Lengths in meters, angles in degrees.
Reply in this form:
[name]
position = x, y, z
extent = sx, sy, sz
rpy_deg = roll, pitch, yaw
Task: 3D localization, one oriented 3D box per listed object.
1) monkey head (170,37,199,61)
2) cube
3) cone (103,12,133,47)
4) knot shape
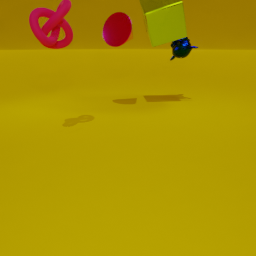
[monkey head]
position = 2.337, -3.378, 11.814
extent = 1.395, 0.840, 1.003
rpy_deg = -17, 4, 43
[cube]
position = 1.322, -4.131, 10.521
extent = 1.369, 1.369, 1.369
rpy_deg = -15, 44, 6
[cone]
position = -0.103, -3.557, 10.616
extent = 1.237, 1.237, 1.242
rpy_deg = 10, 6, 29
[knot shape]
position = -1.968, -2.602, 7.175
extent = 0.654, 1.416, 1.325
rpy_deg = 31, 34, 13
